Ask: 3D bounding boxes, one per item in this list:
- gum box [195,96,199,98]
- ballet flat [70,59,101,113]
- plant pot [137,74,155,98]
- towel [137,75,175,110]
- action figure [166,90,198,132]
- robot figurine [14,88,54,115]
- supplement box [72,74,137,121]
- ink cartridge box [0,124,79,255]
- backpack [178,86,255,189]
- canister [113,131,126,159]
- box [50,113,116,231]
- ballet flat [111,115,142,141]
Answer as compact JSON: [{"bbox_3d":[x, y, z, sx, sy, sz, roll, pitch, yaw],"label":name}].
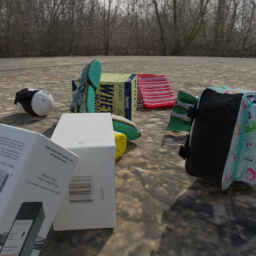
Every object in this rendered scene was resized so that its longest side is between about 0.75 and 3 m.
[{"bbox_3d":[4.586,-0.900,12.903,2.872,0.640,2.440,4,19,11],"label":"gum box"},{"bbox_3d":[-1.587,-1.480,10.121,0.978,0.978,2.634,2,51,5],"label":"ballet flat"},{"bbox_3d":[1.047,-2.469,16.577,1.465,1.296,1.465,0,19,0],"label":"plant pot"},{"bbox_3d":[1.464,-1.946,14.772,1.878,0.292,2.596,-3,49,-12],"label":"towel"},{"bbox_3d":[3.065,-0.376,10.417,2.911,1.719,0.796,16,-11,13],"label":"action figure"},{"bbox_3d":[-4.389,-1.252,13.067,1.932,1.206,1.452,10,27,28],"label":"robot figurine"},{"bbox_3d":[-0.955,-1.524,13.069,2.562,1.722,2.565,3,19,7],"label":"supplement box"},{"bbox_3d":[-2.033,1.172,4.048,1.729,2.369,0.996,11,-19,31],"label":"ink cartridge box"},{"bbox_3d":[2.766,0.142,7.152,2.023,2.385,2.687,15,14,29],"label":"backpack"},{"bbox_3d":[-1.180,0.420,8.717,1.912,0.827,1.420,15,24,35],"label":"canister"},{"bbox_3d":[-0.917,0.778,6.136,1.221,1.748,2.296,-2,19,-5],"label":"box"},{"bbox_3d":[-0.858,-0.167,10.040,2.844,0.959,0.887,5,41,13],"label":"ballet flat"}]
